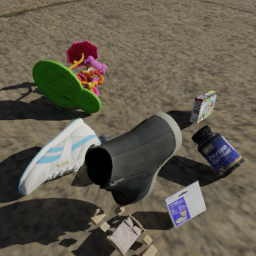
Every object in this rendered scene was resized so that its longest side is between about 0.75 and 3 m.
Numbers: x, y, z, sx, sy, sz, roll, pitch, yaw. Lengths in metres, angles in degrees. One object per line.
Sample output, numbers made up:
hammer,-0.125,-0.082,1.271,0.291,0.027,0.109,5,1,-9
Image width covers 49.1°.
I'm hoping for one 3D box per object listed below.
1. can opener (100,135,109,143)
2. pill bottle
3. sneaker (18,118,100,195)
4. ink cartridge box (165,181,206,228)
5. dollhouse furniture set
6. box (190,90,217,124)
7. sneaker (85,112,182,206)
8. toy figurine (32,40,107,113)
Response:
can opener,-0.557,0.624,7.072,0.390,0.488,1.460,-19,25,-6
pill bottle,2.157,0.550,6.858,0.694,0.694,1.241,-29,69,-30
sneaker,-1.620,0.778,6.704,0.918,0.870,2.273,44,65,-2
ink cartridge box,1.163,1.527,5.721,0.788,0.795,0.173,-26,25,-11
dollhouse furniture set,-0.035,1.907,5.238,1.269,0.562,0.658,43,53,13
box,2.256,-0.647,8.309,0.232,0.735,1.335,21,27,28
sneaker,-0.200,0.787,4.889,1.361,2.563,0.959,-20,60,-33
toy figurine,-1.485,-1.900,9.213,2.379,1.786,2.190,29,53,0
